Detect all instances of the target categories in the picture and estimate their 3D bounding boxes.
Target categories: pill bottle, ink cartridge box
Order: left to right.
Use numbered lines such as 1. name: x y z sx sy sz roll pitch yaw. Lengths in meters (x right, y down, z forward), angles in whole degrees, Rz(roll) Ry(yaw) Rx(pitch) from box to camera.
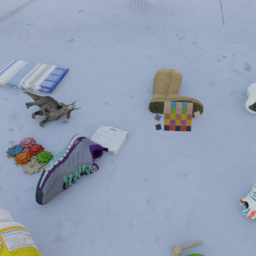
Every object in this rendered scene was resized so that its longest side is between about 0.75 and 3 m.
1. pill bottle: -2.560 2.863 5.899 1.319 1.319 2.338 -27 49 -27
2. ink cartridge box: -0.658 0.373 9.445 1.049 0.231 1.069 15 42 18

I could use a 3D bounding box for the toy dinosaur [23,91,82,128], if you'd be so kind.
1. toy dinosaur: -2.957 -0.741 10.369 2.399 0.923 1.227 23 35 31

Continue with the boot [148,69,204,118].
1. boot: 1.945 -1.506 11.096 2.130 0.804 2.432 9 42 10

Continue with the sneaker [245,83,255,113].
1. sneaker: 5.025 -1.262 10.900 0.922 0.855 2.276 23 41 37

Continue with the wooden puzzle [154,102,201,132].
1. wooden puzzle: 1.294 -0.294 7.316 1.287 0.763 0.090 2 2 -12

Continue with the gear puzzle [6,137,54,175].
1. gear puzzle: -2.956 0.937 8.791 2.017 0.264 1.044 31 51 29

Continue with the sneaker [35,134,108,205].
1. sneaker: -1.533 1.184 8.048 1.149 0.977 2.625 18 45 12

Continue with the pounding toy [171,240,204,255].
1. pounding toy: 1.554 3.048 6.265 0.913 0.549 1.183 -10 44 -11

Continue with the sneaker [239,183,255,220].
1. sneaker: 3.351 1.917 7.598 0.556 0.419 1.190 17 48 10

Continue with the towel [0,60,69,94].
1. towel: -4.233 -2.293 12.310 2.754 0.328 2.023 10 41 8
